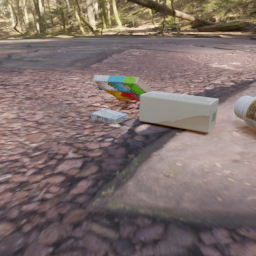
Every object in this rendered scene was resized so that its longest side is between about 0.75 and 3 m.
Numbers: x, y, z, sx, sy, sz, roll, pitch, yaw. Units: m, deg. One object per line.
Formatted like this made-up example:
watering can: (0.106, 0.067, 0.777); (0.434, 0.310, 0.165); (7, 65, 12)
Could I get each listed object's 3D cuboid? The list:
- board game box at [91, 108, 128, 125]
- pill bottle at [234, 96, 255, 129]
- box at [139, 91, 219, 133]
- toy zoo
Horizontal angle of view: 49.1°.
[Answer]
board game box: (-0.638, -0.407, 9.645); (1.063, 0.182, 0.715); (16, 27, 34)
pill bottle: (3.956, -0.403, 8.175); (0.974, 0.974, 1.704); (-7, 21, -17)
box: (1.596, -0.580, 8.978); (2.295, 0.892, 1.090); (11, 20, 29)
toy zoo: (-0.182, -1.502, 10.787); (2.581, 0.264, 1.694); (11, -13, 40)
